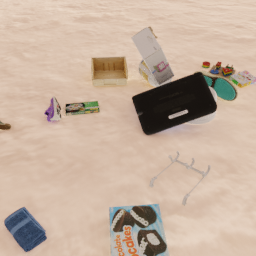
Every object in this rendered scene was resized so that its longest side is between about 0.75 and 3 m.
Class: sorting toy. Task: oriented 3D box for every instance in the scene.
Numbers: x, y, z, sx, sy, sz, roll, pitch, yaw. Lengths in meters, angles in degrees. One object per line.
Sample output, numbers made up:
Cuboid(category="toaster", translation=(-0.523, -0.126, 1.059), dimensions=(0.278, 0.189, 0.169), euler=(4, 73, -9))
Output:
Cuboid(category="sorting toy", translation=(5.091, -3.057, 14.874), dimensions=(2.579, 0.436, 1.243), euler=(20, 43, 23))

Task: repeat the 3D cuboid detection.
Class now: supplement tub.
Cuboid(category="supplement tub", translation=(1.351, -2.759, 13.869), dimensions=(1.193, 1.193, 1.649), euler=(-15, 39, -19))

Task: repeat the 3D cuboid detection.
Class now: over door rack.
Cuboid(category="over door rack", translation=(1.704, 1.457, 8.895), dimensions=(1.293, 0.583, 1.750), euler=(25, 44, 30))

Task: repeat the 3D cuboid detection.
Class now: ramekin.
Cuboid(category="ramekin", translation=(2.782, -1.124, 11.913), dimensions=(2.020, 0.985, 2.020), euler=(0, 38, 0))

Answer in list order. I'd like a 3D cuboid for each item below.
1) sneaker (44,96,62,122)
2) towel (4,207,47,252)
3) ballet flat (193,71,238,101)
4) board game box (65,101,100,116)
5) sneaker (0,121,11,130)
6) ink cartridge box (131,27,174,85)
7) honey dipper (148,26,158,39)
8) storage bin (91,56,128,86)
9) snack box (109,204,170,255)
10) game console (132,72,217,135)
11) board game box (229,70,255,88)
Cuboid(category="sneaker", translation=(-3.234, -0.811, 11.861), dimensions=(0.653, 0.632, 1.566), euler=(-20, 35, -1))
Cuboid(category="towel", translation=(-2.772, 2.685, 7.512), dimensions=(1.245, 0.302, 0.695), euler=(31, 48, 34))
Cuboid(category="ballet flat", translation=(4.251, -2.079, 13.311), dimensions=(0.949, 0.949, 2.733), euler=(-23, 43, -27))
Cuboid(category="board game box", translation=(-2.000, -0.877, 12.273), dimensions=(1.451, 0.170, 0.760), euler=(-6, 36, -8))
Cuboid(category="sneaker", translation=(-5.109, -0.155, 11.188), dimensions=(0.941, 0.316, 0.422), euler=(-3, 42, 1))
Cuboid(category="ink cartridge box", translation=(1.084, -3.037, 11.968), dimensions=(0.857, 2.024, 1.463), euler=(-31, 58, 9))
Cuboid(category="honey dipper", translation=(1.123, -4.221, 12.525), dimensions=(0.210, 0.210, 1.106), euler=(19, 3, 23))
Cuboid(category="storage bin", translation=(-0.959, -2.900, 14.339), dimensions=(1.806, 0.847, 1.793), euler=(-3, 37, -4))
Cuboid(category="snack box", translation=(0.269, 3.031, 6.938), dimensions=(1.414, 0.451, 2.433), euler=(-3, 38, -4))
Cuboid(category="game console", translation=(1.821, -1.089, 11.772), dimensions=(2.999, 1.745, 2.637), euler=(-20, 68, 6))
Cuboid(category="board game box", translation=(5.829, -2.485, 14.158), dimensions=(1.101, 0.222, 0.842), euler=(-21, 51, -20))
